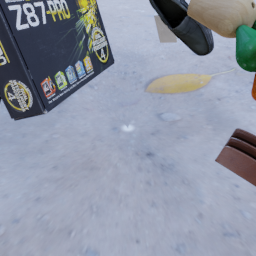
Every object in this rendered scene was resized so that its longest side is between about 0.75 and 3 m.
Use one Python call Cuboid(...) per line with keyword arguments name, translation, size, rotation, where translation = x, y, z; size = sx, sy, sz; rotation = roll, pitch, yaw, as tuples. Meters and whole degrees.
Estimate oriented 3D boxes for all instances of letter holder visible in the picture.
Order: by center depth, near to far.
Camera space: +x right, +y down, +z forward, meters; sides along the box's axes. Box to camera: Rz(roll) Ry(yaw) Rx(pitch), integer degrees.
Cuboid(name="letter holder", translation=(1.826, 0.434, 4.184), size=(0.792, 0.563, 0.398), rotation=(34, 29, 18))

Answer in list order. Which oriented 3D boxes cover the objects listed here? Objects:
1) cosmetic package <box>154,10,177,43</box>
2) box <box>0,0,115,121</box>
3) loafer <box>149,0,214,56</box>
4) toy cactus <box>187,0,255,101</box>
Cuboid(name="cosmetic package", translation=(1.245, -3.476, 8.857), size=(0.614, 1.723, 0.874), rotation=(3, 80, 13))
Cuboid(name="box", translation=(-1.285, -1.764, 4.648), size=(0.707, 2.320, 2.878), rotation=(-10, 22, 24))
Cuboid(name="loafer", translation=(1.271, -2.597, 6.825), size=(0.818, 2.408, 0.845), rotation=(-15, 41, 46))
Cuboid(name="toy cactus", translation=(2.052, -1.507, 4.032), size=(2.418, 1.499, 2.931), rotation=(27, 69, 14))
